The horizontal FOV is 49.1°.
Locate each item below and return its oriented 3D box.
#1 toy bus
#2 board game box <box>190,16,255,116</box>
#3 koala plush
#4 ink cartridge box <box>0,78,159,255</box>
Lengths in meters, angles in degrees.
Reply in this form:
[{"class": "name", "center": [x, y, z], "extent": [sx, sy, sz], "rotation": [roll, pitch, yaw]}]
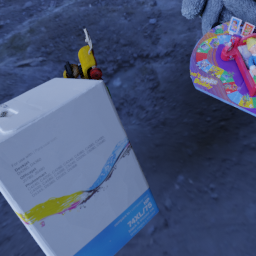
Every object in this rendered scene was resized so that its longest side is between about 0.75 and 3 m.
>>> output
[{"class": "toy bus", "center": [-1.007, -1.018, 6.251], "extent": [0.934, 1.706, 1.808], "rotation": [-20, 96, -3]}, {"class": "board game box", "center": [2.294, -1.221, 5.082], "extent": [2.291, 0.446, 1.810], "rotation": [29, 74, 19]}, {"class": "koala plush", "center": [2.387, -2.154, 6.668], "extent": [1.912, 1.981, 2.156], "rotation": [-4, 63, 34]}, {"class": "ink cartridge box", "center": [-1.138, 0.754, 4.948], "extent": [1.979, 2.711, 1.989], "rotation": [-35, 28, -25]}]
